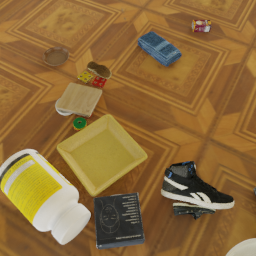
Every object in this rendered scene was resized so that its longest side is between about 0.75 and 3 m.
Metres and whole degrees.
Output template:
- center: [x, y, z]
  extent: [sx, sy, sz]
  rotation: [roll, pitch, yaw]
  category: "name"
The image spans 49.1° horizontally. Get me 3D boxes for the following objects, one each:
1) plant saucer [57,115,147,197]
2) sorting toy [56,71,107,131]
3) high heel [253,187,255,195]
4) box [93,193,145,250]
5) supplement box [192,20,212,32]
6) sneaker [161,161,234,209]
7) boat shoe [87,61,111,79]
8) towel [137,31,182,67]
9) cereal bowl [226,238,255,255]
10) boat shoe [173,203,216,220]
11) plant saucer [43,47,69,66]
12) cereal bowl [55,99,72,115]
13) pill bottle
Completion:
- center: [-0.926, 0.963, 9.986]
  extent: [2.370, 0.574, 2.370]
  rotation: [-33, 64, -20]
  category: "plant saucer"
- center: [-1.890, -1.113, 11.277]
  extent: [1.412, 0.495, 2.928]
  rotation: [14, 54, 8]
  category: "sorting toy"
- center: [5.390, 2.511, 8.822]
  extent: [2.359, 0.842, 1.682]
  rotation: [-12, 54, 8]
  category: "high heel"
- center: [-0.289, 2.860, 8.614]
  extent: [1.425, 0.883, 1.400]
  rotation: [-6, 58, -4]
  category: "box"
- center: [3.626, -5.042, 13.827]
  extent: [0.871, 0.373, 0.481]
  rotation: [-1, 58, 0]
  category: "supplement box"
- center: [2.291, 1.744, 8.979]
  extent: [2.318, 0.847, 1.297]
  rotation: [9, 96, 9]
  category: "sneaker"
- center: [-1.177, -2.449, 12.031]
  extent: [1.377, 0.432, 0.505]
  rotation: [36, 84, 31]
  category: "boat shoe"
- center: [1.448, -3.718, 12.939]
  extent: [1.124, 0.489, 2.013]
  rotation: [-37, 65, -21]
  category: "towel"
- center: [3.650, 4.348, 7.612]
  extent: [2.455, 1.022, 2.455]
  rotation: [0, 59, 0]
  category: "cereal bowl"
- center: [2.110, 2.705, 8.952]
  extent: [1.348, 0.504, 0.447]
  rotation: [8, 66, 0]
  category: "boat shoe"
- center: [-3.267, -3.231, 12.799]
  extent: [1.197, 0.219, 1.197]
  rotation: [0, 58, -1]
  category: "plant saucer"
- center: [-2.460, -0.840, 11.229]
  extent: [0.845, 0.352, 0.845]
  rotation: [0, 58, 0]
  category: "cereal bowl"
- center: [-2.564, 2.104, 8.665]
  extent: [2.897, 1.612, 1.612]
  rotation: [37, 65, 21]
  category: "pill bottle"
